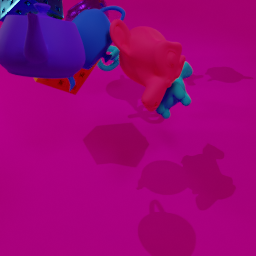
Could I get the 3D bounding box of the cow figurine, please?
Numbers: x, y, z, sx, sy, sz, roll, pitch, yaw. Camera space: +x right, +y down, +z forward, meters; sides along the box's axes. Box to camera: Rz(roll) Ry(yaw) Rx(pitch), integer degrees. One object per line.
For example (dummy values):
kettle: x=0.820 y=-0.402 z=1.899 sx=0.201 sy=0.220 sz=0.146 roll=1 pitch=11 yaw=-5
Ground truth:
cow figurine: x=0.885 y=-0.881 z=5.867 sx=1.118 sy=0.614 sz=1.100 roll=-35 pitch=54 yaw=18

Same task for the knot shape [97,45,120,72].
knot shape: x=-0.260 y=-1.884 z=7.349 sx=0.984 sy=1.051 sz=0.486 roll=9 pitch=55 yaw=-57

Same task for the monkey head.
monkey head: x=0.290 y=-1.023 z=4.861 sx=1.106 sy=1.835 sz=1.320 roll=21 pitch=81 yaw=26

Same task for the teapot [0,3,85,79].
teapot: x=-1.030 y=-1.037 z=3.333 sx=1.058 sy=0.833 sz=1.702 roll=2 pitch=17 yaw=-12

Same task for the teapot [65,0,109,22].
teapot: x=-1.091 y=-3.050 z=7.942 sx=1.286 sy=1.013 sz=2.069 roll=-27 pitch=17 yaw=7

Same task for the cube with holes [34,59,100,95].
cube with holes: x=-1.472 y=-1.558 z=6.109 sx=1.046 sy=1.046 sz=1.046 roll=15 pitch=31 yaw=-50

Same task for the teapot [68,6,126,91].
teapot: x=-0.661 y=-1.394 z=4.772 sx=0.813 sy=1.660 sz=1.032 roll=40 pitch=9 yaw=-8

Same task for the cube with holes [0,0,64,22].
cube with holes: x=-1.819 y=-2.373 z=5.278 sx=0.815 sy=0.815 sz=0.815 roll=-22 pitch=67 yaw=33
